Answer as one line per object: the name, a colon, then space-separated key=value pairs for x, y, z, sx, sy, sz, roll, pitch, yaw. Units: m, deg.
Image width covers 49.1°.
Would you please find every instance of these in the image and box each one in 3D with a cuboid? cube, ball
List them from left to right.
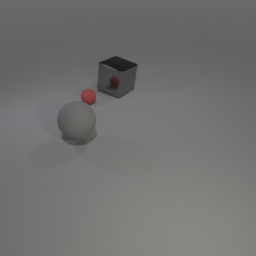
ball: x=-1.858 y=-0.286 z=10.185 sx=1.400 sy=1.400 sz=1.400 roll=0 pitch=33 yaw=0
ball: x=-1.837 y=-1.475 z=13.073 sx=0.700 sy=0.700 sz=0.700 roll=0 pitch=33 yaw=0
cube: x=-0.538 y=-2.584 z=13.969 sx=1.400 sy=1.400 sz=1.400 roll=27 pitch=39 yaw=23
